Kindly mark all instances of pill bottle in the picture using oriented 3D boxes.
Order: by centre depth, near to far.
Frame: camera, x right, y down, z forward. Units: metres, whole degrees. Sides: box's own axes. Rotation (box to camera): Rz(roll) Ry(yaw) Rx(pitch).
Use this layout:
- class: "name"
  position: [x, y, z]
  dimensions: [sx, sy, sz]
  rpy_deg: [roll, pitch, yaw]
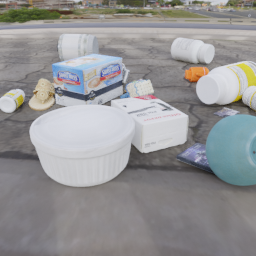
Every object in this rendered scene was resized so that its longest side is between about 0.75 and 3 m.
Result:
- class: "pill bottle"
  position: [5.538, -1.059, 11.253]
  dimensions: [0.999, 0.999, 1.747]
  rpy_deg: [-10, 28, -19]
- class: "pill bottle"
  position: [-4.847, -1.191, 11.828]
  dimensions: [0.719, 0.719, 1.284]
  rpy_deg: [2, 26, 3]
- class: "pill bottle"
  position: [4.454, -1.950, 12.343]
  dimensions: [2.953, 1.643, 1.643]
  rpy_deg: [-17, 31, -32]
- class: "pill bottle"
  position: [4.475, -5.305, 19.374]
  dimensions: [1.555, 1.555, 2.719]
  rpy_deg: [-22, 34, -38]

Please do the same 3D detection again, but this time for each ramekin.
- class: "ramekin"
  position: [-1.194, 0.436, 7.786]
  dimensions: [2.826, 1.316, 2.826]
  rpy_deg: [0, 27, 0]

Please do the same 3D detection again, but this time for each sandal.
- class: "sandal"
  position: [-3.846, -1.808, 12.784]
  dimensions: [1.108, 0.994, 3.022]
  rpy_deg: [-1, 26, -2]

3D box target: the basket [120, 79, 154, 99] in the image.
- class: "basket"
  position: [0.437, -1.654, 12.681]
  dimensions: [1.214, 0.958, 1.377]
  rpy_deg: [-20, -3, -34]

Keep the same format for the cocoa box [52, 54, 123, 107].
- class: "cocoa box"
  position: [-1.705, -2.143, 12.531]
  dimensions: [1.835, 1.805, 2.751]
  rpy_deg: [17, 30, 31]

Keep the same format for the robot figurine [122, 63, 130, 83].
- class: "robot figurine"
  position: [-0.968, -2.874, 14.597]
  dimensions: [2.210, 1.248, 1.874]
  rpy_deg: [17, -4, 39]

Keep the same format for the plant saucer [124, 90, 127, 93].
- class: "plant saucer"
  position: [0.210, -1.783, 13.570]
  dimensions: [0.805, 0.142, 0.805]
  rpy_deg: [-8, 14, 2]

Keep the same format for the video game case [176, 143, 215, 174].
- class: "video game case"
  position: [2.453, 0.904, 8.009]
  dimensions: [1.733, 0.164, 1.238]
  rpy_deg: [18, 27, 38]

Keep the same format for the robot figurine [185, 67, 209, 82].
- class: "robot figurine"
  position: [3.838, -2.921, 15.329]
  dimensions: [1.383, 0.994, 0.806]
  rpy_deg: [-2, 71, -4]

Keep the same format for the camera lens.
- class: "camera lens"
  position: [-3.376, -5.306, 18.881]
  dimensions: [2.454, 1.963, 1.963]
  rpy_deg: [3, 26, 7]

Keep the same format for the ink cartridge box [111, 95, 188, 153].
- class: "ink cartridge box"
  position: [0.661, -0.262, 9.581]
  dimensions: [1.750, 0.988, 2.385]
  rpy_deg: [-11, 28, -24]

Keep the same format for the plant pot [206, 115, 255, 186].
- class: "plant pot"
  position: [2.938, 0.523, 6.625]
  dimensions: [1.808, 1.808, 1.217]
  rpy_deg: [-3, -3, -7]

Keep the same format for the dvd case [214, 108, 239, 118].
- class: "dvd case"
  position: [4.003, -0.608, 11.379]
  dimensions: [0.897, 0.072, 0.667]
  rpy_deg: [-23, 34, -39]
